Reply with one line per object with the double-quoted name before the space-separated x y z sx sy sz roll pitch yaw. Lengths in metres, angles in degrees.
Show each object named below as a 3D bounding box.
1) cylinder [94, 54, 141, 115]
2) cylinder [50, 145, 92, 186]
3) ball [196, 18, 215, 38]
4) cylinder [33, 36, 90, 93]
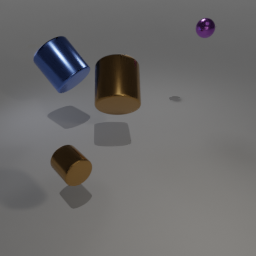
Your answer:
"cylinder" -0.322 -1.298 8.636 1.400 1.400 1.400 -1 70 -2
"cylinder" -1.291 0.845 6.376 0.700 0.700 0.700 -23 42 -34
"ball" 2.835 -3.661 10.262 0.700 0.700 0.700 0 30 0
"cylinder" -2.260 -2.159 9.651 1.400 1.400 1.400 51 43 0
